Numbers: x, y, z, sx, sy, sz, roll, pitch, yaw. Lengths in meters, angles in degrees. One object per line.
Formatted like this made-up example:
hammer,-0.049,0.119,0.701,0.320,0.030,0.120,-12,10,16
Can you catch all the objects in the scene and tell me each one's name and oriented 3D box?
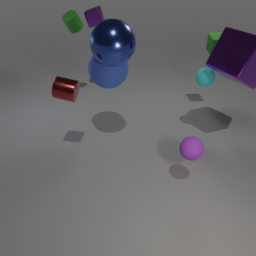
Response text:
ball,-0.459,-2.573,8.499,1.400,1.400,1.400,0,31,0
ball,2.808,-1.842,10.175,0.700,0.700,0.700,0,31,0
ball,1.834,0.588,8.048,0.700,0.700,0.700,0,31,0
cube,3.679,-3.447,11.479,0.700,0.700,0.700,-3,43,-3
ball,-0.682,-2.083,9.789,1.400,1.400,1.400,0,31,0
cube,3.801,-2.349,9.483,1.400,1.400,1.400,13,20,-45
cylinder,-1.964,-1.225,8.859,0.700,0.700,0.700,13,32,0
cylinder,-2.427,-4.657,12.282,0.700,0.700,0.700,-11,57,17
cube,-1.537,-5.139,12.939,0.700,0.700,0.700,-13,31,13
